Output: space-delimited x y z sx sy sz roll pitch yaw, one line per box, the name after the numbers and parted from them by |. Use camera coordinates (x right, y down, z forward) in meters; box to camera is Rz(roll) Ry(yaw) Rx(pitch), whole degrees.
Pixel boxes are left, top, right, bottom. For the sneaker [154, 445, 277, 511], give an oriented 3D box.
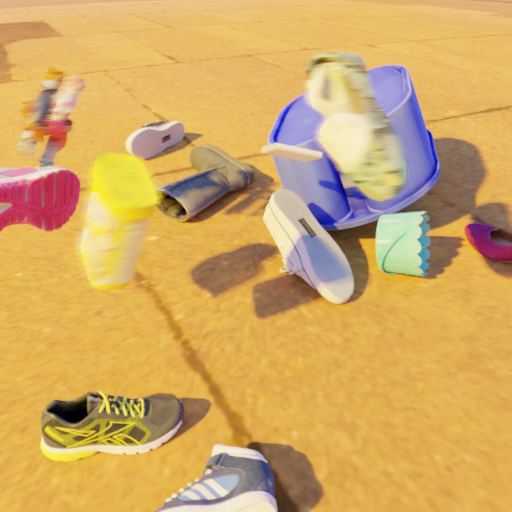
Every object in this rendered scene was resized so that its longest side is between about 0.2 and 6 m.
-0.577 2.678 6.273 1.589 0.640 1.163 -15 18 -4 | sneaker

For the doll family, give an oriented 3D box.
-3.475 -2.394 9.247 0.913 2.026 1.257 21 64 -20 | doll family

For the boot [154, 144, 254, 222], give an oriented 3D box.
-1.512 -1.719 13.072 2.201 0.878 2.420 24 46 36 | boot

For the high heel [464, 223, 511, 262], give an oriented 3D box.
5.006 -0.362 10.394 0.852 1.215 2.528 -20 37 -29 | high heel

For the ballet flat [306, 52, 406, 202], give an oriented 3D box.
1.091 -1.660 6.913 0.916 0.916 2.468 -5 50 -7 | ballet flat

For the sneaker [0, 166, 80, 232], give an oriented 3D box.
-3.271 -0.818 7.315 0.977 0.901 2.214 24 20 23 | sneaker

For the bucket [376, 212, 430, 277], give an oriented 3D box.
2.686 -0.218 10.211 0.804 1.235 1.235 1 30 25 | bucket

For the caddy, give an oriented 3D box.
2.177 -2.253 12.381 3.327 2.470 4.706 -15 28 21 | caddy

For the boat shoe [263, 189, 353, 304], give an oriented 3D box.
0.809 0.001 10.202 0.886 1.023 2.399 -19 65 -36 | boat shoe

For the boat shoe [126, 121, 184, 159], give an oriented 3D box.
-2.913 -3.251 15.462 0.726 0.806 2.279 17 28 24 | boat shoe

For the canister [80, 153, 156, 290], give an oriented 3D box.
-1.722 -0.384 6.819 0.596 1.377 1.023 -1 44 -30 | canister

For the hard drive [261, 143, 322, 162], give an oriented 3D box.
0.592 -1.727 9.383 0.854 0.112 0.563 5 0 -26 | hard drive

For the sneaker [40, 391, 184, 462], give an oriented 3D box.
-1.793 2.049 6.996 1.806 0.764 0.673 -10 34 -15 | sneaker
